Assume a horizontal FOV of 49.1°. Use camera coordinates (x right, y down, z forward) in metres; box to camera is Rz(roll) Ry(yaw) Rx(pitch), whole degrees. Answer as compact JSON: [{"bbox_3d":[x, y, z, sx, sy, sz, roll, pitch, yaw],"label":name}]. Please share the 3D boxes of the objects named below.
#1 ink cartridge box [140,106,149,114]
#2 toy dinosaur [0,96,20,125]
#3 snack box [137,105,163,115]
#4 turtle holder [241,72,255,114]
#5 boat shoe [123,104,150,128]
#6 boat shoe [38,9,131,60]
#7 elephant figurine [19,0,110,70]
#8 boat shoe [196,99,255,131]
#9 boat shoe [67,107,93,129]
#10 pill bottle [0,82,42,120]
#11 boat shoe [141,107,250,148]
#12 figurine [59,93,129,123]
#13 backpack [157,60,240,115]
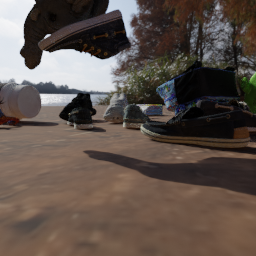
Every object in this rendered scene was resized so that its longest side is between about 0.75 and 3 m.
[{"bbox_3d":[0.306,-0.710,12.436,1.035,0.306,1.293,2,17,21],"label":"ink cartridge box"},{"bbox_3d":[-3.833,-0.162,8.020,1.413,0.818,1.558,15,39,-33],"label":"toy dinosaur"},{"bbox_3d":[0.926,-0.989,15.176,1.406,0.564,1.667,-2,5,-17],"label":"snack box"},{"bbox_3d":[5.254,-1.016,9.823,1.919,2.702,2.053,-4,39,-29],"label":"turtle holder"},{"bbox_3d":[0.287,-0.411,8.575,0.797,0.676,2.189,1,6,9],"label":"boat shoe"},{"bbox_3d":[-0.723,-1.575,5.237,1.735,0.788,0.614,-29,17,-21],"label":"boat shoe"},{"bbox_3d":[-1.197,-2.806,5.651,2.117,2.729,1.931,-4,15,42],"label":"elephant figurine"},{"bbox_3d":[2.545,-0.311,6.849,2.680,0.809,0.990,-4,7,-37],"label":"boat shoe"},{"bbox_3d":[-1.396,-0.330,8.301,0.712,0.568,1.883,-2,6,-23],"label":"boat shoe"},{"bbox_3d":[-4.674,-0.996,10.621,2.553,1.444,1.444,2,6,24],"label":"pill bottle"},{"bbox_3d":[1.138,-0.060,5.137,2.124,0.661,0.792,3,8,43],"label":"boat shoe"},{"bbox_3d":[-1.084,-0.654,10.443,2.487,1.071,2.427,1,14,4],"label":"figurine"},{"bbox_3d":[2.594,-1.243,11.024,2.532,1.866,2.774,-2,-10,-37],"label":"backpack"}]
